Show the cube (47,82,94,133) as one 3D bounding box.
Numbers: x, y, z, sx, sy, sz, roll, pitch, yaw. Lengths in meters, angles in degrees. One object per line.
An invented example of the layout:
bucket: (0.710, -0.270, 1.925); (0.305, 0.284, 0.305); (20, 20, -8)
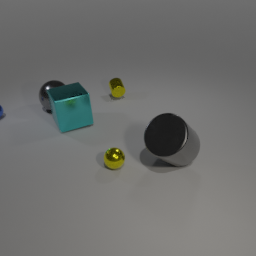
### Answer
cube: (-2.364, -0.872, 11.460); (1.400, 1.400, 1.400); (-17, 34, -20)

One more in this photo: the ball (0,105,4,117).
ball: (-5.719, -0.728, 12.006); (0.700, 0.700, 0.700); (0, 30, 0)

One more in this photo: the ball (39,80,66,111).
ball: (-3.278, -1.441, 12.561); (1.400, 1.400, 1.400); (0, 30, 0)

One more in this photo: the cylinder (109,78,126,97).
cylinder: (-0.539, -1.981, 13.722); (0.700, 0.700, 0.700); (-8, 50, -14)

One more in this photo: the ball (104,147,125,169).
ball: (-0.441, 0.974, 9.059); (0.700, 0.700, 0.700); (0, 30, 0)

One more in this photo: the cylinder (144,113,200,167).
cylinder: (1.405, 0.402, 8.807); (1.400, 1.400, 1.400); (23, -5, 34)
